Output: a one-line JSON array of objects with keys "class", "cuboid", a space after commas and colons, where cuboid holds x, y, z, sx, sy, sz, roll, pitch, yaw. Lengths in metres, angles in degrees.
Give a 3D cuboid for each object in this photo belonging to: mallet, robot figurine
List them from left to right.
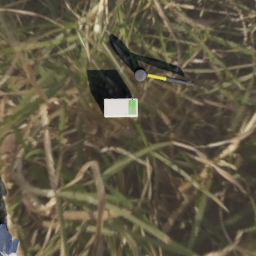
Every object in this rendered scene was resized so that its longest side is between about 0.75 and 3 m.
[{"class": "robot figurine", "cuboid": [-3.310, 3.052, 6.743, 1.321, 1.558, 0.880, -16, 114, -4]}, {"class": "mallet", "cuboid": [1.070, -1.480, 8.425, 1.860, 0.613, 0.383, 13, 112, 5]}]

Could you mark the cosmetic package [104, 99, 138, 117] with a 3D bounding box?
[{"class": "cosmetic package", "cuboid": [-0.210, -0.592, 8.311, 0.975, 0.414, 0.525, -2, 88, -1]}]
